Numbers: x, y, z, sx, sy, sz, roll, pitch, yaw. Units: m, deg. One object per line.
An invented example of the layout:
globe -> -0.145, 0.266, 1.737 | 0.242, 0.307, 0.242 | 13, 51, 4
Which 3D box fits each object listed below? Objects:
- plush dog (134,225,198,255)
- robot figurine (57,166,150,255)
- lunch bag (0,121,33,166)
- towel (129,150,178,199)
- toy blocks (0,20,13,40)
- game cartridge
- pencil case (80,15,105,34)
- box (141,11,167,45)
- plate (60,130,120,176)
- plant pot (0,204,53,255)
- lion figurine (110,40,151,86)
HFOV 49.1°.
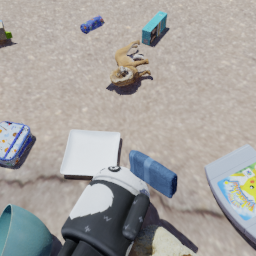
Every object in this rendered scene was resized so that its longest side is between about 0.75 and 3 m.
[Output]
plush dog -> 0.845, 3.917, 6.344 | 2.885, 2.315, 2.478 | 30, 82, 21
robot figurine -> -0.585, 2.366, 7.353 | 2.205, 1.831, 2.935 | 17, 51, 20
lunch bag -> -4.107, 0.484, 9.730 | 1.290, 0.608, 1.610 | 13, 54, 8
towel -> 0.550, 0.979, 6.225 | 0.307, 0.707, 1.267 | -32, 45, -33
toy blocks -> -6.856, -4.667, 13.548 | 2.247, 1.123, 1.536 | -18, 43, -12
game cartridge -> 3.645, 1.923, 8.295 | 1.925, 0.584, 2.887 | -29, 49, -2
pencil case -> -1.306, -3.786, 10.299 | 0.387, 0.431, 0.992 | 21, 48, 31
box -> 1.309, -4.940, 13.801 | 0.465, 0.778, 1.892 | 25, 57, 18
plate -> -1.237, 0.887, 9.598 | 1.818, 0.294, 1.822 | 4, 52, 2
plant pot -> -2.709, 3.046, 7.168 | 1.284, 1.906, 1.906 | 23, 47, -27
lion figurine -> -0.057, -2.820, 12.183 | 1.738, 1.029, 2.838 | -14, 39, -1
